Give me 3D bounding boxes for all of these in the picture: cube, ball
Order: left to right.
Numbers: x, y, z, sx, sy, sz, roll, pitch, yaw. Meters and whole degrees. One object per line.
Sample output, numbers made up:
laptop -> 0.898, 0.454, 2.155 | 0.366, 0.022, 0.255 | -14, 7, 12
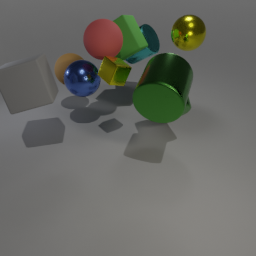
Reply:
cube -> -3.205, -1.458, 9.009 | 1.400, 1.400, 1.400 | -16, 24, 0
ball -> -2.433, -2.487, 12.006 | 1.400, 1.400, 1.400 | 0, 31, 0
ball -> -1.744, -1.893, 10.719 | 1.400, 1.400, 1.400 | 0, 31, 0
ball -> -0.878, -3.126, 9.931 | 1.400, 1.400, 1.400 | 0, 31, 0
cube -> -0.441, -1.860, 9.181 | 0.700, 0.700, 0.700 | -6, 41, -46
cube -> -0.235, -3.546, 11.287 | 1.400, 1.400, 1.400 | -25, 11, 24
ball -> 2.437, -3.831, 11.313 | 1.400, 1.400, 1.400 | 0, 31, 0

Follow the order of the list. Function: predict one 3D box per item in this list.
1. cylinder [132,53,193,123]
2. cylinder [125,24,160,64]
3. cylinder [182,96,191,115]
cylinder -> 0.978, -1.093, 7.673 | 1.400, 1.400, 1.400 | 10, 48, 16
cylinder -> 0.523, -3.872, 13.012 | 1.400, 1.400, 1.400 | -16, 17, 39
cylinder -> 1.320, -1.141, 9.614 | 1.400, 1.400, 1.400 | -8, 73, -12
